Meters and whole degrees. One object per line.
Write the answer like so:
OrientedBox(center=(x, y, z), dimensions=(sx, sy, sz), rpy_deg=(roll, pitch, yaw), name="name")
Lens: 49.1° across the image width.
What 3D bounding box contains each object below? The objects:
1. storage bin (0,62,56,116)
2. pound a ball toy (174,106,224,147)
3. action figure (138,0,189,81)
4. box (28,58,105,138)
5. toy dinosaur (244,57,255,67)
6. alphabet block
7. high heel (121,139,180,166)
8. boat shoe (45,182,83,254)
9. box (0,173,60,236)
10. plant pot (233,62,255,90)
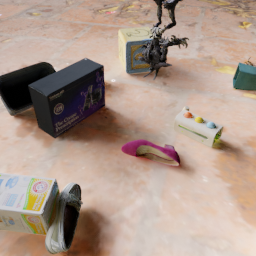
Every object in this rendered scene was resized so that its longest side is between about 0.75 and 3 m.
OrientedBox(center=(-3.911, -1.330, 11.174), dimensions=(2.321, 1.559, 1.690), rpy_deg=(-30, 90, -30), name="storage bin")
OrientedBox(center=(2.617, -0.241, 10.471), dimensions=(1.880, 0.799, 1.226), rpy_deg=(29, 48, 30), name="pound a ball toy")
OrientedBox(center=(1.292, -3.111, 9.892), dimensions=(1.423, 2.789, 1.658), rpy_deg=(-8, 27, -36), name="action figure")
OrientedBox(center=(-2.177, -1.206, 10.718), dimensions=(1.098, 1.965, 2.784), rpy_deg=(27, 47, 29), name="box")
OrientedBox(center=(6.403, -3.430, 14.793), dimensions=(0.561, 0.319, 1.056), rpy_deg=(11, 44, -19), name="toy dinosaur")
OrientedBox(center=(0.502, -3.963, 14.247), dimensions=(1.723, 1.732, 1.764), rpy_deg=(-8, 40, -11), name="alphabet block")
OrientedBox(center=(0.743, 0.894, 9.235), dimensions=(1.913, 0.644, 0.918), rpy_deg=(8, 28, -10), name="high heel")
OrientedBox(center=(-1.539, 2.282, 7.339), dimensions=(0.625, 0.719, 1.950), rpy_deg=(-20, 35, 28), name="boat shoe")
OrientedBox(center=(-2.981, 2.015, 7.526), dimensions=(2.072, 1.050, 1.165), rpy_deg=(5, 41, 6), name="box")
OrientedBox(center=(5.639, -2.287, 12.918), dimensions=(1.309, 0.925, 0.924), rpy_deg=(15, 41, 8), name="plant pot")
